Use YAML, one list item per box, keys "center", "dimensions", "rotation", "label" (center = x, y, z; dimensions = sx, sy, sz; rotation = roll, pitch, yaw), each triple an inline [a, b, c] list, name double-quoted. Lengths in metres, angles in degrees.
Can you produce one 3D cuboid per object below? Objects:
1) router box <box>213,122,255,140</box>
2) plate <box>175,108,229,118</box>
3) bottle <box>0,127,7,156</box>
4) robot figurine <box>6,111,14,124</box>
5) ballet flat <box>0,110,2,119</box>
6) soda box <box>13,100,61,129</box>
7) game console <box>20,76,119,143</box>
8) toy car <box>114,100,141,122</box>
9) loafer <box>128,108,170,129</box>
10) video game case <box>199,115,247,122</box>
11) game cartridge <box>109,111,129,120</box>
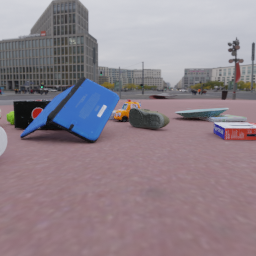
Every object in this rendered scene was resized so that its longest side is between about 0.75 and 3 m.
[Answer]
- center: [3.353, 0.082, 8.372]
  dimensions: [1.270, 0.346, 1.415]
  rotation: [0, 7, 4]
  label: "router box"
- center: [3.601, -0.732, 13.757]
  dimensions: [2.566, 0.328, 2.566]
  rotation: [-6, 4, 0]
  label: "plate"
- center: [-3.627, 0.196, 5.486]
  dimensions: [2.617, 0.854, 1.093]
  rotation: [3, 7, 20]
  label: "bottle"
- center: [-4.512, -0.416, 11.502]
  dimensions: [0.943, 0.545, 0.827]
  rotation: [2, 8, 16]
  label: "robot figurine"
- center: [-5.926, -0.556, 11.131]
  dimensions: [2.859, 1.081, 0.914]
  rotation: [7, -10, 22]
  label: "ballet flat"
- center: [-2.520, -0.497, 10.083]
  dimensions: [2.943, 1.041, 0.932]
  rotation: [1, 6, 6]
  label: "soda box"
- center: [-1.656, -0.368, 8.412]
  dimensions: [2.025, 1.404, 2.373]
  rotation: [27, 41, -3]
  label: "game console"
- center: [0.043, -0.922, 13.680]
  dimensions: [1.467, 0.996, 2.992]
  rotation: [0, 8, -3]
  label: "toy car"
- center: [0.747, -0.315, 10.361]
  dimensions: [0.690, 0.745, 1.981]
  rotation: [1, 12, -38]
  label: "loafer"
- center: [4.409, -0.469, 13.228]
  dimensions: [1.588, 0.192, 1.745]
  rotation: [-2, 7, -6]
  label: "video game case"
- center: [-0.707, -0.650, 13.959]
  dimensions: [2.170, 0.451, 1.445]
  rotation: [-1, 3, -4]
  label: "game cartridge"
